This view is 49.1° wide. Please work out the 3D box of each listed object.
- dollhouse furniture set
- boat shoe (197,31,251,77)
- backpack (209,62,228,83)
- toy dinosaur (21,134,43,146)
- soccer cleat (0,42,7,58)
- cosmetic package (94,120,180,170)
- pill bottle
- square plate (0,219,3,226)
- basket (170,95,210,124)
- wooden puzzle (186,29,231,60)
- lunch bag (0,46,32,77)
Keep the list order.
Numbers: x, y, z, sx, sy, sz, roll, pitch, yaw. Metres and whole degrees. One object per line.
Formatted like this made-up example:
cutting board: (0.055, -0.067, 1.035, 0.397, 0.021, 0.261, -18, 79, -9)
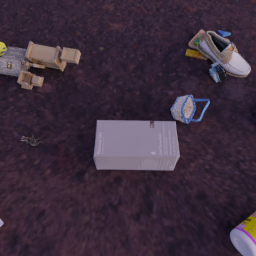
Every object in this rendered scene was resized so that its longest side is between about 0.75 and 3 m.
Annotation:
dollhouse furniture set: (-3.385, -2.504, 12.601, 2.295, 1.276, 2.029, 12, 81, 8)
boat shoe: (4.472, -3.380, 12.856, 2.771, 0.948, 1.035, 36, 65, 9)
backpack: (4.025, -2.523, 12.583, 0.635, 0.749, 0.844, -24, 47, 19)
toy dinosaur: (-3.638, 0.515, 10.807, 0.874, 0.336, 0.447, 25, 71, 10)
soccer cleat: (-6.232, -3.365, 13.053, 0.713, 0.922, 2.205, 3, 55, 2)
cosmetic package: (0.260, 0.631, 10.115, 2.886, 1.302, 1.542, 1, 59, -3)
pill bottle: (4.124, 3.083, 8.587, 1.864, 0.972, 0.972, -28, 60, -19)
square plate: (-4.889, 3.154, 9.017, 1.278, 0.184, 1.290, 35, 63, 21)
basket: (2.475, -0.765, 11.186, 1.310, 0.911, 1.155, 7, 51, 43)
wooden puzzle: (4.080, -4.289, 14.072, 1.774, 0.308, 2.630, 25, 59, 16)
lunch bag: (-5.186, -2.988, 12.878, 1.132, 0.811, 1.380, 11, 61, 11)
